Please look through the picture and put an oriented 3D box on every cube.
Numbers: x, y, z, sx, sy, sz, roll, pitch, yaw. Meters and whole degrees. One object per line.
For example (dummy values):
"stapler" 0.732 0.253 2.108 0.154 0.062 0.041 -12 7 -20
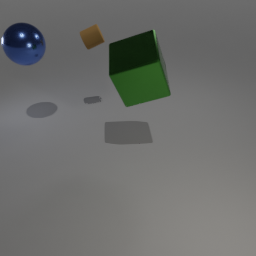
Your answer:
"cube" 0.337 -1.691 8.105 1.400 1.400 1.400 -14 51 14

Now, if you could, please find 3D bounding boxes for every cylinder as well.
"cylinder" -1.314 -3.354 10.318 0.700 0.700 0.700 -23 32 6

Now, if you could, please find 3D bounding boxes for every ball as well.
"ball" -3.509 -2.826 9.483 1.400 1.400 1.400 0 31 0
